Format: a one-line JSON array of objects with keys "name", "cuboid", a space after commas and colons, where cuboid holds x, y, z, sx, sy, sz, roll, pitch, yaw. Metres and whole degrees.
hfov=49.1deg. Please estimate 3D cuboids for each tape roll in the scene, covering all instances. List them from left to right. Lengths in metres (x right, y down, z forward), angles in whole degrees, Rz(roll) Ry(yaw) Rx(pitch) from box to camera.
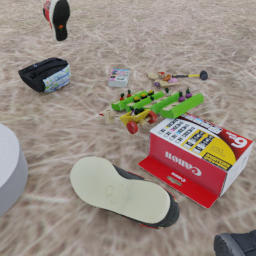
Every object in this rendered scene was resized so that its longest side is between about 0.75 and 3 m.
[{"name": "tape roll", "cuboid": [-3.608, 0.967, 6.223, 2.528, 0.835, 2.528, 1, 46, -1]}]

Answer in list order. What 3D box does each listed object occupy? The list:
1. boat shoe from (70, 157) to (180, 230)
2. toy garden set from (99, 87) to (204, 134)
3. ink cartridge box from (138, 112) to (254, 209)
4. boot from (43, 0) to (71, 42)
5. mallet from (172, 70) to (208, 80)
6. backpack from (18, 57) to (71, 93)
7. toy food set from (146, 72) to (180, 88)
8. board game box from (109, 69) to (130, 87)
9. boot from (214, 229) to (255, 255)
[{"name": "boat shoe", "cuboid": [-0.189, 1.380, 6.061, 2.757, 0.864, 1.009, 14, 70, 38]}, {"name": "toy garden set", "cuboid": [0.309, -0.709, 8.153, 2.376, 0.569, 2.851, -28, 24, -31]}, {"name": "ink cartridge box", "cuboid": [1.606, 0.636, 6.920, 2.138, 0.897, 1.877, 28, 45, 32]}, {"name": "boot", "cuboid": [-2.170, -3.507, 8.154, 0.607, 1.676, 1.209, -22, 75, -22]}, {"name": "mallet", "cuboid": [2.444, -2.023, 11.009, 1.407, 0.290, 0.464, -5, 32, 0]}, {"name": "backpack", "cuboid": [-2.888, -1.969, 10.279, 1.328, 1.252, 1.628, 28, 63, 30]}, {"name": "toy food set", "cuboid": [1.373, -1.839, 10.787, 0.994, 0.246, 1.564, -8, 30, -11]}, {"name": "board game box", "cuboid": [-0.336, -1.937, 10.839, 0.688, 0.300, 0.933, 5, 37, 5]}, {"name": "boot", "cuboid": [2.964, 2.434, 4.763, 2.331, 0.765, 1.922, -5, 39, -14]}]
